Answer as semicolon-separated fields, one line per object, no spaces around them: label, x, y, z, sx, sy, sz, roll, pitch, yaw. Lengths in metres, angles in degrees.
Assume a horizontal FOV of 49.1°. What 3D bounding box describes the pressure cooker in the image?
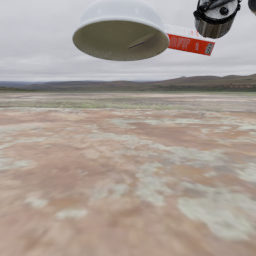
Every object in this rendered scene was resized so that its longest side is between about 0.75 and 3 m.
pressure cooker;1.959;-2.576;6.179;0.914;0.900;1.023;24;-7;12

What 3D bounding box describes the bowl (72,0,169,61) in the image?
bowl;-0.210;-3.204;8.688;2.990;1.344;2.990;1;-7;0

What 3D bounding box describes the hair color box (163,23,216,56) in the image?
hair color box;1.995;-3.042;9.608;1.785;0.547;0.906;10;41;-2

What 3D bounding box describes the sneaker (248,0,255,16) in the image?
sneaker;2.580;-2.241;4.186;1.584;0.585;0.628;-38;-36;24

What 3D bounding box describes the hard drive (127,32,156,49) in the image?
hard drive;0.439;-2.860;9.170;0.591;0.114;0.896;-39;21;-27
